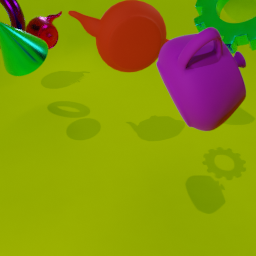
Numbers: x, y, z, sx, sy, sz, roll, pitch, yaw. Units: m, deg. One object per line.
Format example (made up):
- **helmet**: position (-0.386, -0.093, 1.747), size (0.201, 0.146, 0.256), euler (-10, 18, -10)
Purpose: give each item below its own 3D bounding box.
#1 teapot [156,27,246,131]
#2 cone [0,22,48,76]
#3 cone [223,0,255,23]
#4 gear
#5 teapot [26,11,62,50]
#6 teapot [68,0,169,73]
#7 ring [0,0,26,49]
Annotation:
- **teapot**: position (0.815, -0.499, 2.917), size (0.801, 1.636, 1.017), euler (-27, 68, 10)
- **cone**: position (-2.131, -1.621, 5.139), size (0.955, 0.959, 0.955), euler (-6, 63, 12)
- **cone**: position (2.234, -2.672, 5.291), size (1.175, 1.175, 1.180), euler (5, 29, 6)
- **gear**: position (1.278, -1.348, 3.110), size (1.050, 0.194, 1.050), euler (-11, 66, 28)
- **teapot**: position (-2.565, -2.910, 8.641), size (0.813, 1.032, 1.660), euler (28, 90, 33)
- **teapot**: position (-0.049, -1.752, 5.183), size (2.092, 1.301, 1.024), euler (8, 36, -23)
- **ring**: position (-2.770, -2.331, 5.827), size (1.455, 1.455, 0.291), euler (14, 42, 17)
